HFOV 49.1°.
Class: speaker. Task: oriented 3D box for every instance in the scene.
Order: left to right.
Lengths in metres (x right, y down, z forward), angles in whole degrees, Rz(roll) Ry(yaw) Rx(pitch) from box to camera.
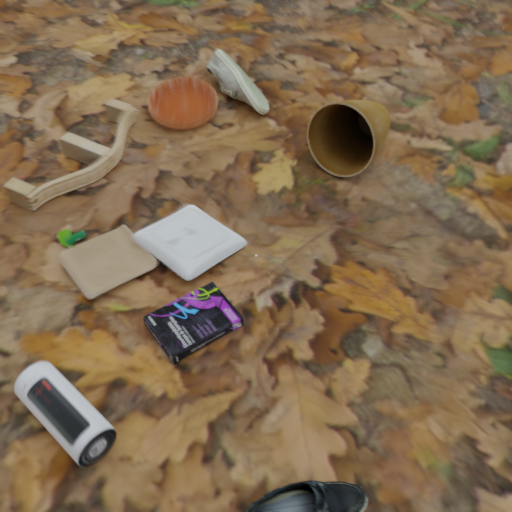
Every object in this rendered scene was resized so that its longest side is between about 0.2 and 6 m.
[{"bbox_3d":[-2.938,2.382,8.563,1.728,0.702,0.702,34,56,28],"label":"speaker"}]

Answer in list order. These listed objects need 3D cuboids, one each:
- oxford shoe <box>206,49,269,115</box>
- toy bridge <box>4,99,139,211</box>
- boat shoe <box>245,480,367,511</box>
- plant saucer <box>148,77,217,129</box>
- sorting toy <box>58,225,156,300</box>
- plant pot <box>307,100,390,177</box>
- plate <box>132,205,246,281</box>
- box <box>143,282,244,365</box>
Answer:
[{"bbox_3d":[-0.512,-4.492,14.890,0.751,0.977,2.599,-44,60,15],"label":"oxford shoe"},{"bbox_3d":[-3.917,-2.407,13.058,1.334,0.540,3.969,23,51,16],"label":"toy bridge"},{"bbox_3d":[0.704,3.404,7.691,1.745,0.579,0.652,-4,48,-4],"label":"boat shoe"},{"bbox_3d":[-1.880,-3.907,14.430,1.776,0.287,1.776,0,59,-1],"label":"plant saucer"},{"bbox_3d":[-3.080,-0.057,11.076,1.470,0.293,1.989,-30,55,-25],"label":"sorting toy"},{"bbox_3d":[2.350,-2.924,12.945,1.680,1.680,1.803,28,42,24],"label":"plant pot"},{"bbox_3d":[-1.321,-0.386,11.221,1.680,0.272,1.683,35,48,25],"label":"plate"},{"bbox_3d":[-1.112,1.159,9.964,1.480,0.267,1.058,-28,54,-23],"label":"box"}]
